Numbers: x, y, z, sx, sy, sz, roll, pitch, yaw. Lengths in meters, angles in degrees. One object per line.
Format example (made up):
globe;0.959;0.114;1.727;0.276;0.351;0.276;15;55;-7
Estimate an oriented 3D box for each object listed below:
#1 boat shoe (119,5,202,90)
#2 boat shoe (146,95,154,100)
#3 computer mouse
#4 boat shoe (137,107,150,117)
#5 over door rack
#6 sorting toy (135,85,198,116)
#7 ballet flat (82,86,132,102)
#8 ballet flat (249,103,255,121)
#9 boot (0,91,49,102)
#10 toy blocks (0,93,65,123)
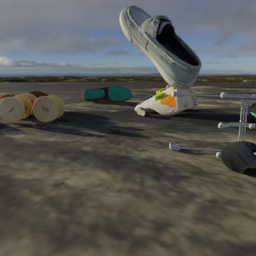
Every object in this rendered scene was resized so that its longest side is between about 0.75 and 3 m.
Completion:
boat shoe;0.777;-2.087;6.459;0.902;2.585;0.921;-28;-18;-30
boat shoe;1.257;-1.464;14.611;0.498;0.490;1.382;3;12;16
computer mouse;2.228;0.631;4.436;0.745;0.432;2.540;-1;12;-9
boat shoe;0.605;-0.625;11.058;0.264;0.309;0.925;10;12;-20
over door rack;1.701;-0.086;5.834;1.774;1.310;0.591;5;7;20
sorting toy;1.515;-1.150;12.167;2.211;1.312;2.456;-16;1;32
ballet flat;-1.181;-1.849;15.977;2.777;0.942;1.004;-5;-4;-1
ballet flat;5.538;-0.547;9.387;2.763;0.939;0.945;-9;20;4
boot;-4.802;-1.184;12.361;1.840;0.876;2.378;7;11;44
toy blocks;-3.321;-0.842;10.531;2.050;0.893;2.459;-1;11;0
